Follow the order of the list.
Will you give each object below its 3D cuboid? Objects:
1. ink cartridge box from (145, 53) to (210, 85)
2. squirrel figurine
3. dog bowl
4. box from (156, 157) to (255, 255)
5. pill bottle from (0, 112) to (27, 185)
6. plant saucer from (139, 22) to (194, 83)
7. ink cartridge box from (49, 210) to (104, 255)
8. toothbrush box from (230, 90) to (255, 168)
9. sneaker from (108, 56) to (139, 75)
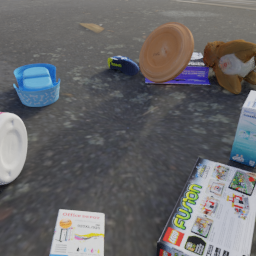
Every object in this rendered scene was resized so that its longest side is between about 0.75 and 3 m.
[{"bbox_3d":[2.083,-2.706,12.389,2.722,0.596,2.748,1,33,1],"label":"ink cartridge box"},{"bbox_3d":[4.526,-2.794,11.382,2.532,1.920,2.713,-17,37,-34],"label":"squirrel figurine"},{"bbox_3d":[-3.406,-1.652,10.560,1.582,0.703,2.838,-10,33,-16],"label":"dog bowl"},{"bbox_3d":[1.695,1.633,5.449,1.438,0.454,2.613,15,35,23],"label":"box"},{"bbox_3d":[-3.970,0.383,6.374,2.838,1.609,1.609,3,32,6],"label":"pill bottle"},{"bbox_3d":[1.388,-2.970,10.926,0.393,2.437,2.437,17,12,-47],"label":"plant saucer"},{"bbox_3d":[-0.821,1.984,4.445,0.797,0.783,1.082,9,31,-9],"label":"ink cartridge box"},{"bbox_3d":[3.147,0.001,7.058,0.662,1.553,1.137,17,35,26],"label":"toothbrush box"},{"bbox_3d":[-0.112,-2.878,12.599,0.748,0.672,1.818,-25,40,-38],"label":"sneaker"}]
